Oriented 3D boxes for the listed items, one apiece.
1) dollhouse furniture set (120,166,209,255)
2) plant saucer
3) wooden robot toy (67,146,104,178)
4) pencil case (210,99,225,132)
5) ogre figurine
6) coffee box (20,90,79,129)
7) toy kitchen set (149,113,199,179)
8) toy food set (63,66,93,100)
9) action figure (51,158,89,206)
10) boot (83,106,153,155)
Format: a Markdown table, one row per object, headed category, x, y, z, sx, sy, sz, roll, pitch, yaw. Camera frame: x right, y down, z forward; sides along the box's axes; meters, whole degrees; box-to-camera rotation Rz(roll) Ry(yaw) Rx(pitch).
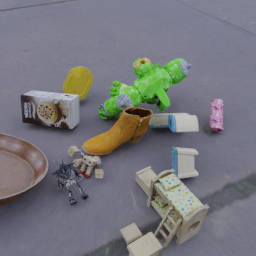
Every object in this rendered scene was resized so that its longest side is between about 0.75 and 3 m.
| category | x | y | z | sx | sy | sz | roll | pitch | yaw |
| --- | --- | --- | --- | --- | --- | --- | --- | --- | --- |
| dollhouse furniture set | 0.343 | 1.452 | 5.459 | 1.539 | 0.967 | 1.740 | -21 | 46 | -26 |
| plant saucer | -3.216 | 0.856 | 5.941 | 2.900 | 0.499 | 2.900 | 13 | 21 | -5 |
| wooden robot toy | -0.912 | 0.846 | 6.768 | 1.176 | 0.518 | 0.533 | 28 | 13 | 26 |
| pencil case | 2.480 | -0.340 | 7.788 | 0.398 | 0.380 | 0.919 | 5 | 72 | 13 |
| ogre figurine | 0.586 | -1.135 | 7.638 | 2.928 | 1.436 | 1.755 | -12 | 5 | -10 |
| coffee box | -2.139 | -0.523 | 7.758 | 1.474 | 0.833 | 0.588 | 6 | 22 | 10 |
| toy kitchen set | 1.092 | 0.373 | 7.118 | 1.052 | 1.430 | 1.785 | -1 | 5 | 3 |
| toy food set | -1.604 | -1.252 | 8.660 | 0.771 | 1.311 | 0.428 | 26 | -4 | -14 |
| action figure | -1.292 | 1.174 | 6.179 | 0.612 | 0.525 | 1.029 | -26 | 69 | -13 |
| boot | -0.260 | 0.018 | 6.855 | 1.678 | 1.201 | 0.590 | -11 | 53 | -25 |
